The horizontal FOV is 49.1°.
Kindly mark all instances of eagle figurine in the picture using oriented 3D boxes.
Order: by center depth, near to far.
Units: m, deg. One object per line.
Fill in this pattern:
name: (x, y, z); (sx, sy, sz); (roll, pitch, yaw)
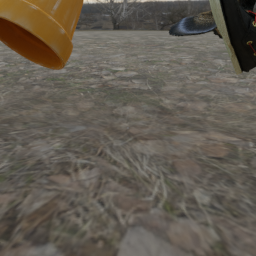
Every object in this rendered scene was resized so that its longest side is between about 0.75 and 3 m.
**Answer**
eagle figurine: (2.566, -2.998, 7.386); (1.942, 2.560, 1.932); (38, 56, -3)

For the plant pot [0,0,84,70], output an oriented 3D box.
plant pot: (-2.655, -3.575, 8.849); (2.608, 2.387, 2.608); (24, -13, 6)

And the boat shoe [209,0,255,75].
boat shoe: (2.314, -2.053, 5.769); (0.861, 1.005, 2.747); (-21, -28, 26)
